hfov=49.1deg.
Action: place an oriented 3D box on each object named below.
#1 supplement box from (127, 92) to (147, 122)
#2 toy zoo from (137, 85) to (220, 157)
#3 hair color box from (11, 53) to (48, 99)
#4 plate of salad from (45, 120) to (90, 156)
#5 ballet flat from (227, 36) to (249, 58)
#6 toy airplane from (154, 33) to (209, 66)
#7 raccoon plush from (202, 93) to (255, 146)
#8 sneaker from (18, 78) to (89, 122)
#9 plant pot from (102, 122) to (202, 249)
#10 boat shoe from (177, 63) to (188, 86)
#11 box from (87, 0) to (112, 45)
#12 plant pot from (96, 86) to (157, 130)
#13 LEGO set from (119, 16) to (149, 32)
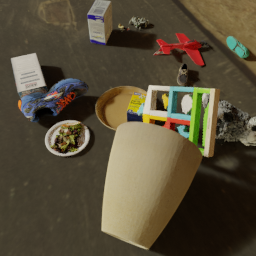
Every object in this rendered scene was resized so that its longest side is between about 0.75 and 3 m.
[{"bbox_3d":[0.369,-0.741,10.625,0.600,0.604,1.102,10,51,10],"label":"supplement box"},{"bbox_3d":[1.423,-0.343,8.922,0.305,1.956,2.982,-3,10,-42],"label":"toy zoo"},{"bbox_3d":[-4.139,-2.140,11.792,1.123,0.680,2.245,-17,53,-13],"label":"hair color box"},{"bbox_3d":[-2.183,0.292,10.061,1.598,0.384,1.598,1,52,-1],"label":"plate of salad"},{"bbox_3d":[5.250,-3.824,13.334,0.525,0.502,1.492,2,47,-30],"label":"ballet flat"},{"bbox_3d":[2.509,-3.885,13.300,2.722,0.501,2.722,0,50,0],"label":"toy airplane"},{"bbox_3d":[4.006,-0.498,10.180,1.911,1.380,2.852,5,51,-6],"label":"raccoon plush"},{"bbox_3d":[-2.746,-0.993,10.817,2.733,1.029,1.072,-26,63,-8],"label":"sneaker"},{"bbox_3d":[0.388,1.702,7.805,2.650,2.650,2.829,17,67,13],"label":"plant pot"},{"bbox_3d":[2.377,-2.345,12.109,0.456,0.449,1.225,5,52,5],"label":"boat shoe"},{"bbox_3d":[-1.328,-5.126,13.604,0.815,1.553,1.428,10,52,8],"label":"box"},{"bbox_3d":[-0.073,-0.718,10.906,2.352,0.323,2.352,0,51,0],"label":"plant pot"},{"bbox_3d":[0.329,-5.500,14.595,1.678,0.475,1.090,-31,58,-23],"label":"LEGO set"}]
